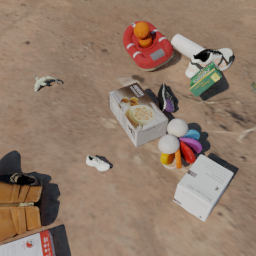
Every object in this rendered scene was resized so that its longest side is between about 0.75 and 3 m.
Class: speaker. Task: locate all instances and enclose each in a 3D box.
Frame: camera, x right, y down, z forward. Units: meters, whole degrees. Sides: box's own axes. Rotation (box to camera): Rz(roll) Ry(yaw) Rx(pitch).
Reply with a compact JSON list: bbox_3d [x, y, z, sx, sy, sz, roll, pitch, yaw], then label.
[{"bbox_3d":[3.077,-4.044,14.246,0.772,0.772,1.902,-33,56,-25],"label":"speaker"}]

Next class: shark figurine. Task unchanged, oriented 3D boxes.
[{"bbox_3d":[-3.757,-2.156,12.888,1.237,0.516,0.739,-20,86,-7],"label":"shark figurine"}]

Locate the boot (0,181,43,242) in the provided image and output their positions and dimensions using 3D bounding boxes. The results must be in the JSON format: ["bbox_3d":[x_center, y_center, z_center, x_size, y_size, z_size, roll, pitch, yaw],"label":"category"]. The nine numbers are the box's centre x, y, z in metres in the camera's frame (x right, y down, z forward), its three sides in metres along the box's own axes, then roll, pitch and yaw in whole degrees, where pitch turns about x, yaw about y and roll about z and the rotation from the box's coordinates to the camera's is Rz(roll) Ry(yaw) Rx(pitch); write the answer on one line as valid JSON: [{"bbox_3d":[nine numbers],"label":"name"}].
[{"bbox_3d":[-3.893,2.019,8.860,2.310,1.100,2.986,-9,65,-9],"label":"boot"}]

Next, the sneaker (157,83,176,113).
[{"bbox_3d":[1.712,-1.257,12.116,0.696,0.602,1.590,13,49,-13],"label":"sneaker"}]

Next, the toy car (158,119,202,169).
[{"bbox_3d":[1.863,0.633,9.606,1.283,1.498,1.712,17,59,28],"label":"toy car"}]

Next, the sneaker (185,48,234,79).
[{"bbox_3d":[4.055,-3.288,13.368,2.911,1.164,1.073,-29,54,-24],"label":"sneaker"}]

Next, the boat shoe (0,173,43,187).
[{"bbox_3d":[-3.676,1.748,9.426,1.583,0.580,0.590,4,50,3],"label":"boat shoe"}]

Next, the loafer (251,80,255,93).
[{"bbox_3d":[6.655,-1.875,12.373,2.288,0.797,0.860,7,50,6],"label":"loafer"}]

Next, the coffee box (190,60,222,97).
[{"bbox_3d":[3.242,-2.127,11.809,0.466,1.303,2.119,47,27,-8],"label":"coffee box"}]

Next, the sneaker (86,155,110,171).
[{"bbox_3d":[-1.083,1.247,9.971,0.945,0.412,0.352,17,51,12],"label":"sneaker"}]

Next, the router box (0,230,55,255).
[{"bbox_3d":[-2.825,4.074,7.483,1.861,0.506,2.073,-16,51,-13],"label":"router box"}]

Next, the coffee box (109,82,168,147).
[{"bbox_3d":[0.352,-0.585,11.162,1.375,0.958,2.404,-21,53,-17],"label":"coffee box"}]

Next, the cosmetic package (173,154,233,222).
[{"bbox_3d":[2.363,1.895,8.898,1.187,1.188,1.440,31,56,24],"label":"cosmetic package"}]

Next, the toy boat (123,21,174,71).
[{"bbox_3d":[0.810,-4.268,13.483,1.906,1.909,2.920,-31,54,-1],"label":"toy boat"}]
